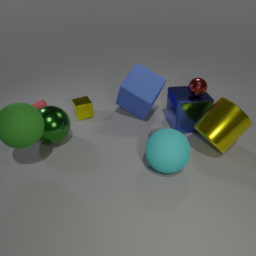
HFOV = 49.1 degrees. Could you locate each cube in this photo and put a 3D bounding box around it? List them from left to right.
[{"bbox_3d":[-1.905,-0.847,11.837,0.700,0.700,0.700,-17,37,-19],"label":"cube"},{"bbox_3d":[0.504,-1.483,11.463,1.400,1.400,1.400,31,64,4],"label":"cube"},{"bbox_3d":[2.382,-0.757,11.100,1.400,1.400,1.400,-5,33,-7],"label":"cube"}]

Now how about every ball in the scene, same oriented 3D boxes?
[{"bbox_3d":[-3.271,-0.077,8.508,1.400,1.400,1.400,0,33,0],"label":"ball"},{"bbox_3d":[-2.773,-0.111,10.086,1.400,1.400,1.400,0,33,0],"label":"ball"},{"bbox_3d":[1.077,0.342,10.028,0.700,0.700,0.700,0,33,0],"label":"ball"},{"bbox_3d":[1.248,0.718,8.789,1.400,1.400,1.400,0,33,0],"label":"ball"},{"bbox_3d":[2.570,-1.507,10.319,0.700,0.700,0.700,0,33,0],"label":"ball"}]

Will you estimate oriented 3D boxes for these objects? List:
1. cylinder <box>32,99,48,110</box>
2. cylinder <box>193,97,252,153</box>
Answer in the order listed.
[{"bbox_3d":[-3.638,-0.720,11.524,0.700,0.700,0.700,-28,38,-6],"label":"cylinder"},{"bbox_3d":[3.216,-0.093,9.595,1.400,1.400,1.400,-47,39,6],"label":"cylinder"}]
